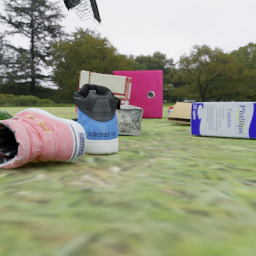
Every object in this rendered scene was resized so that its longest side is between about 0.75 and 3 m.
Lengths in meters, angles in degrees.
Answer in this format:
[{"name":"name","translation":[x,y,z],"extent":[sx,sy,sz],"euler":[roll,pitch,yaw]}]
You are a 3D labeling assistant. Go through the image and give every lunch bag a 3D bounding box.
[{"name":"lunch bag","translation":[-0.286,-0.200,6.474],"extent":[1.187,0.698,0.974],"euler":[5,5,-2]}]

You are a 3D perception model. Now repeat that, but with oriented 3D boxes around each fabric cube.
[{"name":"fabric cube","translation":[0.584,-1.650,13.937],"extent":[2.294,2.258,2.302],"euler":[1,6,7]}]

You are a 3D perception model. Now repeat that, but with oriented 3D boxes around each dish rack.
[{"name":"dish rack","translation":[-0.924,-2.464,5.029],"extent":[0.381,1.071,1.396],"euler":[-29,52,-9]}]

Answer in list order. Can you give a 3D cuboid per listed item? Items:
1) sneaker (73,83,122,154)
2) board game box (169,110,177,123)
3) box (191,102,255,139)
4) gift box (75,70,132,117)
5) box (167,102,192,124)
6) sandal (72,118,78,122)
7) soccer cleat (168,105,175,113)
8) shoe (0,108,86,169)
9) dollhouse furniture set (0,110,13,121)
[{"name":"sneaker","translation":[-0.552,-0.210,4.666],"extent":[0.705,1.021,1.836],"euler":[-1,5,-12]},{"name":"board game box","translation":[2.468,-0.472,10.853],"extent":[1.589,0.444,1.555],"euler":[0,5,1]},{"name":"box","translation":[2.250,-0.198,6.185],"extent":[1.383,0.726,1.272],"euler":[2,5,31]},{"name":"gift box","translation":[-1.016,-1.226,11.448],"extent":[2.036,2.012,2.180],"euler":[8,4,6]},{"name":"box","translation":[2.267,-0.504,9.438],"extent":[1.559,0.203,1.907],"euler":[6,21,16]},{"name":"sandal","translation":[-1.450,-0.081,8.093],"extent":[0.385,0.231,1.026],"euler":[-6,20,-6]},{"name":"soccer cleat","translation":[2.882,-0.746,13.243],"extent":[1.979,0.679,0.843],"euler":[-2,-11,4]},{"name":"shoe","translation":[-1.375,0.080,3.579],"extent":[0.820,0.644,1.804],"euler":[-1,7,-44]},{"name":"dollhouse furniture set","translation":[-5.019,-0.369,10.441],"extent":[0.961,0.736,1.467],"euler":[8,-21,18]}]
